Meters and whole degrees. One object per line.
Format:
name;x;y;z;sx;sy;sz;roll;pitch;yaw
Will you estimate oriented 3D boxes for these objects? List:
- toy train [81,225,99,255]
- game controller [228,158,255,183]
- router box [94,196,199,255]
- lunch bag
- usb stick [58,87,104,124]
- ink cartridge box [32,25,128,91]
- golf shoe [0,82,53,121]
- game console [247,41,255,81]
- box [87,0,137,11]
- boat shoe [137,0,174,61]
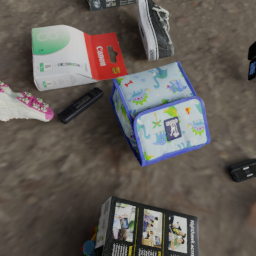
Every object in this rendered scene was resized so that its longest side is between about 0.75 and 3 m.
toy train;-0.565;2.200;5.960;0.480;0.656;1.133;25;61;14
game controller;2.965;1.059;7.023;0.869;0.183;0.454;-15;73;-9
router box;0.320;2.830;5.184;1.998;0.684;2.679;17;56;-13
lunch bag;0.805;-0.340;7.233;1.959;1.468;2.304;-17;72;-13
usb stick;-1.349;-0.664;8.073;0.420;0.247;1.515;37;64;26
ink cartridge box;-1.589;-2.414;8.979;2.805;0.703;2.258;-11;58;-5
golf shoe;-3.165;-0.570;7.773;2.156;0.987;0.812;24;19;-6
game console;3.876;-2.084;8.543;0.154;0.756;1.282;12;77;-4
box;-0.611;-5.528;11.085;2.251;0.490;1.803;-14;58;-9
boat shoe;0.914;-3.554;9.433;0.999;1.080;2.924;-9;58;-1
